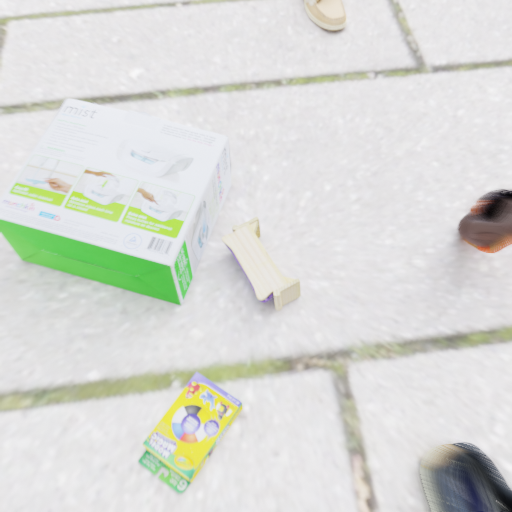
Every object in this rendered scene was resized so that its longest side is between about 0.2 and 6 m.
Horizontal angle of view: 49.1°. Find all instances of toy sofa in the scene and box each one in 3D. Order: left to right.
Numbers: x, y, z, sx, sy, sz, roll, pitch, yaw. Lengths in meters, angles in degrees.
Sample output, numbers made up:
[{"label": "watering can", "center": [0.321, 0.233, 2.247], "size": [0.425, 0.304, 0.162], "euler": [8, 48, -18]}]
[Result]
[{"label": "toy sofa", "center": [0.059, 0.150, 8.431], "size": [0.668, 0.567, 1.368], "euler": [-28, 63, -10]}]

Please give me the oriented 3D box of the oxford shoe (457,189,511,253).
[{"label": "oxford shoe", "center": [3.377, -0.591, 7.885], "size": [0.856, 2.360, 0.840], "euler": [30, 85, -5]}]

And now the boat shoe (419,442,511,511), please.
[{"label": "boat shoe", "center": [2.693, 3.421, 6.192], "size": [1.061, 0.885, 2.844], "euler": [-9, 56, -12]}]

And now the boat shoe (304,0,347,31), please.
[{"label": "boat shoe", "center": [1.350, -5.564, 11.768], "size": [0.744, 0.698, 2.018], "euler": [-18, 61, -10]}]

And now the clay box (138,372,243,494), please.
[{"label": "clay box", "center": [-0.864, 2.290, 7.288], "size": [0.772, 0.320, 1.343], "euler": [29, 63, 17]}]

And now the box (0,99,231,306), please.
[{"label": "box", "center": [-2.061, -0.905, 8.597], "size": [2.772, 1.340, 2.446], "euler": [14, 60, 8]}]
